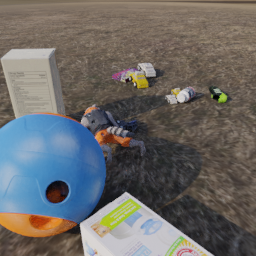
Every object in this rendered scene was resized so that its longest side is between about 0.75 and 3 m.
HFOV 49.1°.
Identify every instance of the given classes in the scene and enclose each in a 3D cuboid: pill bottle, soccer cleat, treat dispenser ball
[{"bbox_3d":[2.517,-1.433,12.211,0.509,0.509,0.850,23,38,33],"label":"pill bottle"},{"bbox_3d":[3.889,-1.519,12.447,0.526,0.438,1.298,-10,34,-13],"label":"soccer cleat"},{"bbox_3d":[-1.787,0.962,6.095,2.622,2.622,2.622,0,30,0],"label":"treat dispenser ball"}]

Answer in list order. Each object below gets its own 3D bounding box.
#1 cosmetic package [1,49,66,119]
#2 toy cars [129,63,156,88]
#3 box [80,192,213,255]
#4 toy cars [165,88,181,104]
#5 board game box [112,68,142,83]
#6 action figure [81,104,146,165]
[{"bbox_3d":[-2.984,-1.086,9.263,1.505,2.861,1.017,0,32,-1],"label":"cosmetic package"},{"bbox_3d":[0.784,-2.853,14.334,1.193,0.589,2.660,17,37,12],"label":"toy cars"},{"bbox_3d":[0.308,2.391,5.076,1.234,1.112,2.195,-27,40,-36],"label":"box"},{"bbox_3d":[2.066,-1.491,12.492,0.643,0.318,1.435,14,33,23],"label":"toy cars"},{"bbox_3d":[0.039,-2.829,14.884,0.954,0.257,1.590,19,35,36],"label":"board game box"},{"bbox_3d":[-0.468,-0.016,9.068,2.582,1.351,2.498,-22,45,-33],"label":"action figure"}]
